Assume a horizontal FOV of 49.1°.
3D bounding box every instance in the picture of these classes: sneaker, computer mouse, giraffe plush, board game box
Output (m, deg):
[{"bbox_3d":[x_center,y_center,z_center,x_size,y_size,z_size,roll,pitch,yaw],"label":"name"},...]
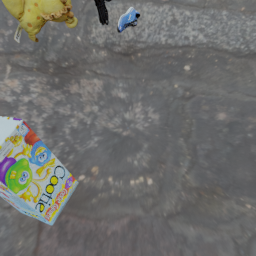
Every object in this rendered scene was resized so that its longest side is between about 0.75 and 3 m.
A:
[{"bbox_3d":[0.031,-3.051,7.987,0.433,0.382,0.971,31,68,9],"label":"sneaker"},{"bbox_3d":[-0.593,-4.099,7.185,0.562,1.714,2.441,13,76,10],"label":"computer mouse"},{"bbox_3d":[-1.953,-2.890,6.515,1.390,1.479,1.714,-8,80,17],"label":"giraffe plush"},{"bbox_3d":[-1.664,0.678,4.393,0.860,1.640,0.845,7,52,33],"label":"board game box"}]
